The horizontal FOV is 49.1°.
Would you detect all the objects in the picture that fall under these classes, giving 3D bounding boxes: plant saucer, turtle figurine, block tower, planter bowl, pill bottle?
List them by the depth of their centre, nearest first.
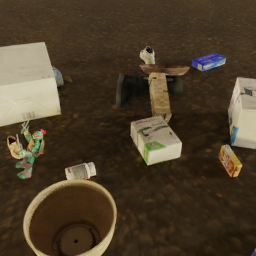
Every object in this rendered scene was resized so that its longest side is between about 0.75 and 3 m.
[{"bbox_3d":[-1.299,2.468,6.765,2.066,1.390,2.066,0,39,0],"label":"planter bowl"},{"bbox_3d":[-2.969,0.616,8.445,0.837,1.663,1.245,15,21,-17],"label":"turtle figurine"},{"bbox_3d":[-1.486,1.399,8.804,0.873,0.497,0.497,-14,41,-17],"label":"pill bottle"},{"bbox_3d":[1.261,-1.292,11.395,0.645,0.603,2.233,1,59,-10],"label":"block tower"},{"bbox_3d":[1.767,-2.843,13.658,2.413,0.387,2.413,2,16,0],"label":"plant saucer"}]

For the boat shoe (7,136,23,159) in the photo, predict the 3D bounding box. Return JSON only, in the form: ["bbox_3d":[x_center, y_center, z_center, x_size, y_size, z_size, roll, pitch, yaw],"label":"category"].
[{"bbox_3d":[-3.971,0.656,9.817,0.406,0.381,1.101,-28,47,-30],"label":"boat shoe"}]

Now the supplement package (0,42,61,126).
[{"bbox_3d":[-4.329,-1.844,11.408,2.537,1.951,2.653,-12,48,-15],"label":"supplement package"}]

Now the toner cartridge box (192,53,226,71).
[{"bbox_3d":[4.347,-3.563,15.071,1.709,0.369,0.812,-21,45,-24],"label":"toner cartridge box"}]

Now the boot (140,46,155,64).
[{"bbox_3d":[1.102,-4.106,15.354,0.660,0.858,1.794,-9,40,-11],"label":"boot"}]

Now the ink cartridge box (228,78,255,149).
[{"bbox_3d":[4.403,-0.602,10.366,0.964,1.644,2.245,7,39,9],"label":"ink cartridge box"}]

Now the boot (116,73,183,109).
[{"bbox_3d":[0.978,-1.621,12.319,2.898,0.951,2.389,6,41,0],"label":"boot"}]

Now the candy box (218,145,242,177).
[{"bbox_3d":[3.319,1.071,9.154,0.261,0.539,0.924,-6,41,-10],"label":"candy box"}]

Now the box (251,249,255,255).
[{"bbox_3d":[3.397,3.472,6.124,1.630,0.388,0.994,31,66,32],"label":"box"}]

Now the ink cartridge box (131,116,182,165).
[{"bbox_3d":[0.937,0.384,9.888,1.239,0.715,1.696,-13,41,-16],"label":"ink cartridge box"}]

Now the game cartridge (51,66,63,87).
[{"bbox_3d":[-3.919,-2.495,13.764,1.215,0.369,1.822,-20,43,-25],"label":"game cartridge"}]
